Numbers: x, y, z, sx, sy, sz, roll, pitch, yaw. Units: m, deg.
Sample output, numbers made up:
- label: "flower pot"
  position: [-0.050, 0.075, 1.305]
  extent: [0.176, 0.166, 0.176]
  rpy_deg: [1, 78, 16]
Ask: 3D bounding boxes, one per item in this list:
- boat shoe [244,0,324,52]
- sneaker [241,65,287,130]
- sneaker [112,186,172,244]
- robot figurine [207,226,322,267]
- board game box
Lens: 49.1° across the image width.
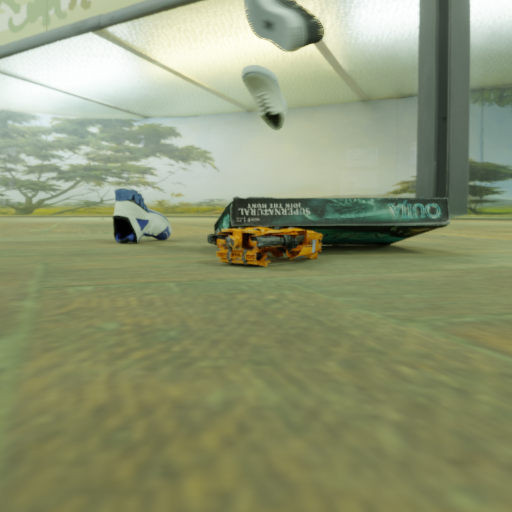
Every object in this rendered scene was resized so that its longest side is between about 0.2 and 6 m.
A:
- label: "boat shoe"
  position: [0.429, -3.834, 8.942]
  extent: [0.697, 0.735, 2.103]
  rpy_deg: [-15, 38, -17]
- label: "sneaker"
  position: [0.232, -3.192, 11.414]
  extent: [0.644, 0.624, 1.762]
  rpy_deg: [-9, -22, 24]
- label: "sneaker"
  position: [-2.750, -0.655, 12.802]
  extent: [0.764, 1.092, 1.891]
  rpy_deg: [2, -24, 24]
- label: "robot figurine"
  position: [0.160, -0.160, 8.398]
  extent: [1.358, 0.545, 1.874]
  rpy_deg: [4, 6, 35]
- label: "board game box"
  position: [1.237, -0.594, 10.532]
  extent: [3.836, 0.540, 2.594]
  rpy_deg: [-1, -6, -10]
